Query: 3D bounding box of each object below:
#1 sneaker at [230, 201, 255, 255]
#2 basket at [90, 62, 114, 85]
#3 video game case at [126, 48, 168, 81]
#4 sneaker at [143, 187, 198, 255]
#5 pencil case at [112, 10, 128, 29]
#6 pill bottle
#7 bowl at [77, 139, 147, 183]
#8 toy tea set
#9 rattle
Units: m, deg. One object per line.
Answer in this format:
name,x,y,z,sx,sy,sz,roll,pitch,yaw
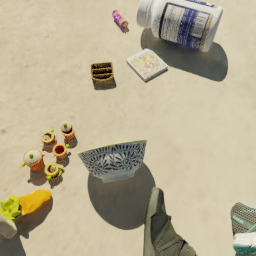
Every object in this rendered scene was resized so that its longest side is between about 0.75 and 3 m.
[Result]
sneaker,3.941,2.260,6.979,2.917,1.131,1.330,-4,56,-4
basket,-0.889,-1.877,9.673,0.789,0.587,0.563,-4,59,-4
video game case,0.685,-2.346,10.212,1.065,0.134,1.170,-31,64,-17
sneaker,1.019,2.610,6.891,1.294,0.864,2.259,3,62,0
pencil case,-0.327,-4.389,11.291,0.384,0.384,0.870,-24,61,-13
pill bottle,1.842,-3.984,10.333,2.883,1.601,1.601,21,62,13
bowl,-0.321,0.936,7.499,1.918,1.918,0.900,-12,83,-7
toy tea set,-2.264,0.530,8.188,1.105,0.687,1.857,14,60,8
rattle,-3.072,1.466,6.783,1.563,2.187,1.424,-29,22,-6
